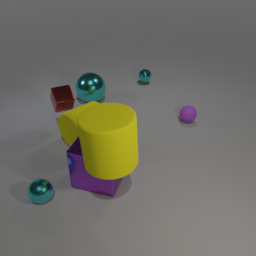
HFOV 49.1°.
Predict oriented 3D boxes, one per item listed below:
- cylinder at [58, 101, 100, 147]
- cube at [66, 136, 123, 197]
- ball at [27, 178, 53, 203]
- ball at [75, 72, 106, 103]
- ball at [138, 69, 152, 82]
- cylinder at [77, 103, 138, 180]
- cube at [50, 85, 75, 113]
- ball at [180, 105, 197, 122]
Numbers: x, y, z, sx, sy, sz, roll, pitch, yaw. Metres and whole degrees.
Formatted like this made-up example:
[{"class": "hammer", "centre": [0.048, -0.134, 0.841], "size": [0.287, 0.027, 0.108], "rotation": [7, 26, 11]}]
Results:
[{"class": "cylinder", "centre": [-1.572, -0.103, 10.196], "size": [1.400, 1.400, 1.400], "rotation": [28, 42, 36]}, {"class": "cube", "centre": [-0.868, 0.980, 8.520], "size": [1.400, 1.400, 1.400], "rotation": [10, 34, 15]}, {"class": "ball", "centre": [-2.479, 1.774, 7.928], "size": [0.700, 0.700, 0.700], "rotation": [0, 32, 0]}, {"class": "ball", "centre": [-1.735, -1.872, 13.024], "size": [1.400, 1.400, 1.400], "rotation": [0, 32, 0]}, {"class": "ball", "centre": [0.901, -2.776, 14.868], "size": [0.700, 0.700, 0.700], "rotation": [0, 32, 0]}, {"class": "cylinder", "centre": [-0.466, 0.300, 6.907], "size": [1.400, 1.400, 1.400], "rotation": [-3, 33, 2]}, {"class": "cube", "centre": [-2.473, -1.100, 10.543], "size": [0.700, 0.700, 0.700], "rotation": [-15, 67, -25]}, {"class": "ball", "centre": [2.497, -0.588, 11.629], "size": [0.700, 0.700, 0.700], "rotation": [0, 32, 0]}]
